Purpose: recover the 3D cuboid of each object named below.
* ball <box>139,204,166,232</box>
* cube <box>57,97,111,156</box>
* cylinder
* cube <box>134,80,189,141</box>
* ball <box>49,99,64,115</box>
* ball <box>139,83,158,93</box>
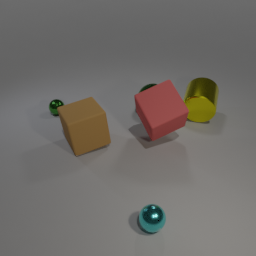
[{"bbox_3d":[0.628,2.318,7.213,0.700,0.700,0.700,0,32,0],"label":"ball"},{"bbox_3d":[-1.602,-0.090,10.257,1.400,1.400,1.400,-20,37,-18],"label":"cube"},{"bbox_3d":[3.088,-1.199,11.931,1.400,1.400,1.400,10,46,15],"label":"cylinder"},{"bbox_3d":[1.171,-0.601,10.049,1.400,1.400,1.400,-25,69,-4],"label":"cube"},{"bbox_3d":[-3.157,-0.929,12.426,0.700,0.700,0.700,0,32,0],"label":"ball"},{"bbox_3d":[1.089,-1.246,12.270,1.400,1.400,1.400,0,32,0],"label":"ball"}]
